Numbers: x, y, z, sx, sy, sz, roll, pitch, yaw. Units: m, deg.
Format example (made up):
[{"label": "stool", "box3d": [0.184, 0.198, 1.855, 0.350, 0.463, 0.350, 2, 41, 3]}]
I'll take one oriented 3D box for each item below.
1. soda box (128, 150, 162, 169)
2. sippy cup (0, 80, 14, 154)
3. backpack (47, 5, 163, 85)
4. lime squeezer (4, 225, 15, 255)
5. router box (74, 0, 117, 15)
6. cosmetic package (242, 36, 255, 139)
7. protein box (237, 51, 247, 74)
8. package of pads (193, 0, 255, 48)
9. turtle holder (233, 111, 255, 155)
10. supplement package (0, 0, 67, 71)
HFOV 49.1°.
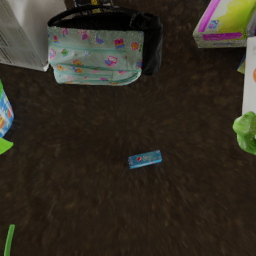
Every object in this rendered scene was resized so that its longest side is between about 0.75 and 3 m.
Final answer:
[{"label": "soda box", "box3d": [0.422, 0.790, 7.047, 0.811, 0.275, 0.260, -12, 71, -4]}, {"label": "sippy cup", "box3d": [-3.686, -0.498, 6.709, 1.890, 1.763, 2.406, -3, 70, -3]}, {"label": "backpack", "box3d": [-0.601, -2.019, 7.008, 2.849, 2.378, 1.803, 1, 107, 3]}, {"label": "lime squeezer", "box3d": [-2.348, 3.449, 6.001, 0.924, 0.494, 2.617, -32, 73, -11]}, {"label": "router box", "box3d": [-0.903, -3.392, 8.482, 1.138, 0.378, 1.448, -16, 71, -6]}, {"label": "cosmetic package", "box3d": [3.291, -0.308, 4.451, 0.762, 2.947, 2.222, -16, 114, -29]}, {"label": "protein box", "box3d": [4.119, -2.441, 7.330, 1.282, 1.900, 1.887, 27, 73, 9]}, {"label": "package of pads", "box3d": [2.993, -3.201, 7.878, 1.590, 0.702, 2.059, 13, 67, 43]}, {"label": "turtle holder", "box3d": [2.368, 0.092, 3.853, 1.531, 1.087, 1.163, 33, 60, 32]}, {"label": "supplement package", "box3d": [-2.854, -3.225, 7.111, 1.572, 2.835, 2.208, 12, 71, 4]}]
